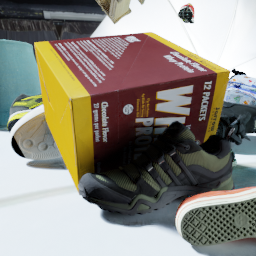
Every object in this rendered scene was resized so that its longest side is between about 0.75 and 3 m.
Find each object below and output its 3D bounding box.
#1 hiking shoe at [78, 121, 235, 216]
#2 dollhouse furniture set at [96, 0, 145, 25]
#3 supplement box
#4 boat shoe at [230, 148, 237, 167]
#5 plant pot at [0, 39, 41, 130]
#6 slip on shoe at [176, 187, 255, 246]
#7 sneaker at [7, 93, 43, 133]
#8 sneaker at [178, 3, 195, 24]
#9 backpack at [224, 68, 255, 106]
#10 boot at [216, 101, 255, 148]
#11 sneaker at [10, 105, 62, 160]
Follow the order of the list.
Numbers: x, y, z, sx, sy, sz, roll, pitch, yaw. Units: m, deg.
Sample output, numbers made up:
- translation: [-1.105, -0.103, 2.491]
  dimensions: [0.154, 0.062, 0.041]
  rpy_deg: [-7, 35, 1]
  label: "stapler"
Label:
- translation: [0.347, 0.371, 3.109]
  dimensions: [1.817, 0.915, 0.688]
  rpy_deg: [-3, 9, -20]
  label: "hiking shoe"
- translation: [0.006, -2.974, 5.500]
  dimensions: [1.349, 0.945, 0.951]
  rpy_deg: [-38, 2, -8]
  label: "dollhouse furniture set"
- translation: [-0.075, -0.410, 3.965]
  dimensions: [1.949, 1.294, 1.923]
  rpy_deg: [-13, 36, -22]
  label: "supplement box"
- translation: [0.786, 0.152, 5.028]
  dimensions: [0.887, 0.787, 2.373]
  rpy_deg: [-3, 9, -40]
  label: "boat shoe"
- translation: [-4.273, -1.507, 9.649]
  dimensions: [2.952, 2.774, 2.952]
  rpy_deg: [-1, 8, 0]
  label: "plant pot"
- translation: [1.070, 0.711, 2.410]
  dimensions: [1.375, 0.509, 0.421]
  rpy_deg: [-5, 4, -2]
  label: "slip on shoe"
- translation: [-1.599, -0.493, 7.116]
  dimensions: [2.773, 1.033, 1.173]
  rpy_deg: [-4, 51, -24]
  label: "sneaker"
- translation: [2.213, -4.379, 10.459]
  dimensions: [0.573, 0.632, 1.487]
  rpy_deg: [9, 6, 16]
  label: "sneaker"
- translation: [3.582, -0.689, 8.202]
  dimensions: [1.664, 1.746, 1.345]
  rpy_deg: [14, 41, 32]
  label: "backpack"
- translation: [1.808, -0.163, 6.944]
  dimensions: [2.201, 0.994, 2.686]
  rpy_deg: [-12, 14, -39]
  label: "boot"
- translation: [-1.270, -0.362, 5.801]
  dimensions: [2.536, 1.022, 1.857]
  rpy_deg: [-28, 28, -22]
  label: "sneaker"
